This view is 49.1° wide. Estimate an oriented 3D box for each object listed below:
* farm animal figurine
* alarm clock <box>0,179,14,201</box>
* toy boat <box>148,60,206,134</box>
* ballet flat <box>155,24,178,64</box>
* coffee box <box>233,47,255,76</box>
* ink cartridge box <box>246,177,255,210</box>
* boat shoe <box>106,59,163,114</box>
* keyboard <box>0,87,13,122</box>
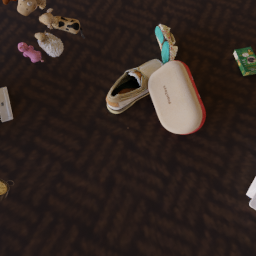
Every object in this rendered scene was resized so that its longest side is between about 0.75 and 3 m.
[{"bbox_3d":[-2.301,-3.016,7.445,1.831,1.140,2.268,-23,106,-10],"label":"farm animal figurine"},{"bbox_3d":[-2.638,1.238,5.669,0.519,0.256,0.769,35,26,17],"label":"alarm clock"},{"bbox_3d":[1.700,-0.919,8.777,1.477,1.475,2.260,-4,72,-44],"label":"toy boat"},{"bbox_3d":[1.457,-2.979,10.026,0.584,0.691,1.828,-3,68,-18],"label":"ballet flat"},{"bbox_3d":[4.233,-2.368,9.948,0.648,0.232,1.054,-12,65,-5],"label":"coffee box"},{"bbox_3d":[4.353,1.614,7.793,1.400,0.825,2.432,34,70,14],"label":"ink cartridge box"},{"bbox_3d":[0.312,-1.501,9.206,0.932,0.853,2.494,39,71,16],"label":"boat shoe"},{"bbox_3d":[-4.131,-0.805,9.338,0.368,0.070,1.309,-20,67,-4],"label":"keyboard"}]
